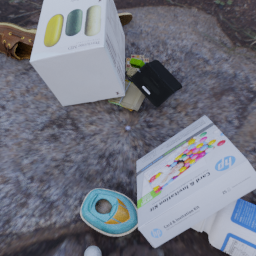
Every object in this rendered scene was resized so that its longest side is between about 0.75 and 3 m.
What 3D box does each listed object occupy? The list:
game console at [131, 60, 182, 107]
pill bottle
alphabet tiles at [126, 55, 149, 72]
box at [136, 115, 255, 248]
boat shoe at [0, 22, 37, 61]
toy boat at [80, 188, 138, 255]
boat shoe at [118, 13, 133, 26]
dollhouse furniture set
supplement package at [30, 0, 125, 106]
[{"bbox_3d":[0.841,-1.316,8.158,1.027,0.680,1.168,-43,83,7],"label":"game console"},{"bbox_3d":[2.522,2.222,6.123,2.172,1.219,1.219,22,61,23],"label":"pill bottle"},{"bbox_3d":[0.319,-2.165,9.590,0.779,0.030,0.936,2,58,2],"label":"alphabet tiles"},{"bbox_3d":[1.182,0.888,5.892,2.167,2.779,0.572,-35,105,12],"label":"box"},{"bbox_3d":[-3.787,-2.837,9.435,2.783,1.002,0.940,8,57,2],"label":"boat shoe"},{"bbox_3d":[-0.516,2.245,6.426,1.448,0.800,1.722,16,59,9],"label":"toy boat"},{"bbox_3d":[-0.529,-4.110,10.514,1.398,0.498,0.451,-15,60,-8],"label":"boat shoe"},{"bbox_3d":[0.282,-1.232,8.832,1.068,0.818,1.631,22,80,33],"label":"dollhouse furniture set"},{"bbox_3d":[-1.303,-2.434,8.355,2.051,2.036,2.702,-8,58,11],"label":"supplement package"}]
